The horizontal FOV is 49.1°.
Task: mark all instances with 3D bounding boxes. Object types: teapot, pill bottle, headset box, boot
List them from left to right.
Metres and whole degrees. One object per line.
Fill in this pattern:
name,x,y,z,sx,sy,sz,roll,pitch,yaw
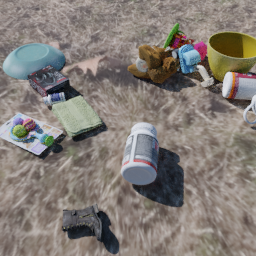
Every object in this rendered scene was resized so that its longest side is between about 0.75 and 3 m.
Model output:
headset box,-3.230,-1.862,11.650,1.156,0.600,1.553,-34,55,-29
pill bottle,-2.888,-1.115,11.026,0.798,0.443,0.443,-12,47,-11
boot,-1.231,2.595,7.460,1.052,0.418,1.209,-13,39,-9
pill bottle,0.426,0.755,8.745,1.051,1.051,1.814,6,47,6
pill bottle,4.829,-1.627,11.110,1.894,1.038,1.038,6,46,6
teapot,5.204,-0.628,10.150,1.521,1.111,1.502,9,17,40

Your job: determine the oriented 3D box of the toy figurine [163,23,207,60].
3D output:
toy figurine,2.897,-3.884,13.432,1.884,1.537,2.047,30,26,9

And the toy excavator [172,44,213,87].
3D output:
toy excavator,2.856,-2.707,12.140,0.907,1.766,1.816,-23,22,-16

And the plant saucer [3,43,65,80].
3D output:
plant saucer,-4.441,-3.329,13.140,2.897,0.558,2.897,0,45,0

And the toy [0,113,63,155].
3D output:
toy,-3.565,0.023,9.861,2.206,0.521,1.270,23,49,21

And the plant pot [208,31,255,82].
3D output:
plant pot,4.393,-2.893,11.986,2.203,1.563,2.203,0,46,0

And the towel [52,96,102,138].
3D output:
towel,-1.919,-0.489,10.483,1.400,0.344,1.887,-24,50,-23

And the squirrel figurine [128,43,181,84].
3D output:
squirrel figurine,1.319,-2.886,12.402,1.941,1.374,1.812,39,45,15
